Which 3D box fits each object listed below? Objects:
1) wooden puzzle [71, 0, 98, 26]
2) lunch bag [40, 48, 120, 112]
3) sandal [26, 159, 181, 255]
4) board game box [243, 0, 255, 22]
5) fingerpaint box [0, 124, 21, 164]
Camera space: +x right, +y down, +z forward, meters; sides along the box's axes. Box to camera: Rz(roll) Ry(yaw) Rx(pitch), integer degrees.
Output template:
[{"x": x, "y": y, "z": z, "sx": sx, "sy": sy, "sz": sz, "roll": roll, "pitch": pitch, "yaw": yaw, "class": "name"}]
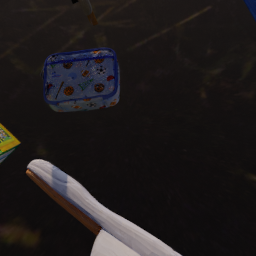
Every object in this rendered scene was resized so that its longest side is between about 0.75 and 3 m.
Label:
[{"x": -1.239, "y": -3.181, "z": 5.421, "sx": 0.326, "sy": 2.786, "sz": 1.880, "roll": -24, "pitch": 40, "yaw": 1, "class": "wooden puzzle"}, {"x": -0.717, "y": -0.750, "z": 4.236, "sx": 1.189, "sy": 0.449, "sz": 0.953, "roll": -4, "pitch": 71, "yaw": 5, "class": "lunch bag"}, {"x": -0.125, "y": 1.179, "z": 2.281, "sx": 2.688, "sy": 1.030, "sz": 0.770, "roll": 24, "pitch": 64, "yaw": 35, "class": "sandal"}, {"x": 2.176, "y": -2.477, "z": 4.617, "sx": 1.948, "sy": 0.576, "sz": 2.561, "roll": -20, "pitch": 82, "yaw": -53, "class": "board game box"}, {"x": -2.233, "y": 0.074, "z": 3.433, "sx": 0.558, "sy": 1.522, "sz": 1.270, "roll": -44, "pitch": 96, "yaw": 6, "class": "fingerpaint box"}]
